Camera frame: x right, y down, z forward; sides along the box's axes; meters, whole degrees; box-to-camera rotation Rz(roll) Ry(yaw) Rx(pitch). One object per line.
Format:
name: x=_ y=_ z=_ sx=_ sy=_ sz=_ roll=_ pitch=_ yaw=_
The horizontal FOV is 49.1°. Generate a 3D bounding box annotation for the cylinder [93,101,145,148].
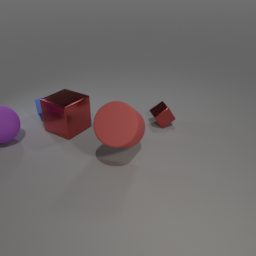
cylinder: x=-0.236 y=-0.064 z=9.025 sx=1.400 sy=1.400 sz=1.400 roll=8 pitch=-3 yaw=13

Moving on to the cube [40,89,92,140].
cube: x=-2.479 y=-0.601 z=11.336 sx=1.400 sy=1.400 sz=1.400 roll=18 pitch=34 yaw=29

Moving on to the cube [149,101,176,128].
cube: x=1.434 y=-0.556 z=11.704 sx=0.700 sy=0.700 sz=0.700 roll=-36 pitch=33 yaw=5

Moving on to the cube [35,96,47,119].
cube: x=-3.564 y=-0.891 z=12.186 sx=0.700 sy=0.700 sz=0.700 roll=-16 pitch=75 yaw=-8

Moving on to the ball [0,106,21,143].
ball: x=-4.726 y=-0.130 z=10.364 sx=1.400 sy=1.400 sz=1.400 roll=0 pitch=30 yaw=0
